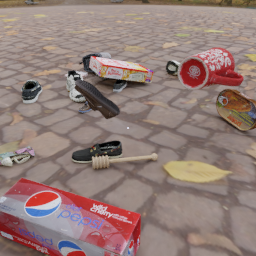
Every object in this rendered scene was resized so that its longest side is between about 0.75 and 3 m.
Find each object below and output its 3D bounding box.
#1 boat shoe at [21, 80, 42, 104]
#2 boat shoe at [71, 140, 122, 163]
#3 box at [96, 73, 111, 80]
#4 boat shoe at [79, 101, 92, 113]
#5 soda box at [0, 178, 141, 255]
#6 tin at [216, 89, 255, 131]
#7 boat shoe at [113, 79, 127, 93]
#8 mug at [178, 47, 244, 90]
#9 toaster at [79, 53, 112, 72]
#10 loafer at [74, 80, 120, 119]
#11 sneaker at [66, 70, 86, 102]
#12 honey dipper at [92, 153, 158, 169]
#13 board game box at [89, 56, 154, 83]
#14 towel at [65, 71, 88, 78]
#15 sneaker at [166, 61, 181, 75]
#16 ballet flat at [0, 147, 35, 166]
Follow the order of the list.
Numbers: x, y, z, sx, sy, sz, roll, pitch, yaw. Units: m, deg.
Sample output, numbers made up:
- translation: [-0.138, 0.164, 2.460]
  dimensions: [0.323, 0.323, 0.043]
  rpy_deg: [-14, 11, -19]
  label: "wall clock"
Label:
- translation: [-4.448, -1.869, 12.970]
  dimensions: [0.832, 0.664, 2.201]
  rpy_deg: [-7, 30, -12]
  label: "boat shoe"
- translation: [-0.963, 0.703, 8.680]
  dimensions: [1.598, 0.501, 0.585]
  rpy_deg: [-8, 31, -10]
  label: "boat shoe"
- translation: [-1.113, -2.937, 15.273]
  dimensions: [0.963, 0.237, 0.997]
  rpy_deg: [-18, 33, -31]
  label: "box"
- translation: [-1.626, -0.948, 11.658]
  dimensions: [0.372, 0.373, 1.030]
  rpy_deg: [26, 39, 37]
  label: "boat shoe"
- translation: [-1.273, 2.038, 5.856]
  dimensions: [2.983, 0.946, 1.044]
  rpy_deg: [12, 33, 19]
  label: "soda box"
- translation: [4.072, -0.692, 10.357]
  dimensions: [0.423, 1.130, 2.019]
  rpy_deg: [2, 30, -30]
  label: "tin"
- translation: [-0.381, -2.202, 13.796]
  dimensions: [0.514, 0.424, 1.496]
  rpy_deg: [6, 30, 10]
  label: "boat shoe"
- translation: [2.508, -1.781, 8.422]
  dimensions: [1.588, 1.194, 1.789]
  rpy_deg: [4, 18, 40]
  label: "mug"
- translation: [-1.726, -3.661, 15.632]
  dimensions: [1.735, 0.986, 1.121]
  rpy_deg: [-2, 14, 35]
  label: "toaster"
- translation: [-0.939, -0.730, 7.892]
  dimensions: [1.539, 0.546, 0.562]
  rpy_deg: [39, 23, -19]
  label: "loafer"
- translation: [-2.365, -1.968, 12.827]
  dimensions: [0.863, 1.000, 2.281]
  rpy_deg: [-14, 34, -26]
  label: "sneaker"
- translation: [-0.067, 0.939, 8.410]
  dimensions: [2.005, 0.381, 0.381]
  rpy_deg: [-5, 30, -13]
  label: "honey dipper"
- translation: [-0.375, -2.951, 14.186]
  dimensions: [2.712, 0.628, 2.055]
  rpy_deg: [2, 22, -25]
  label: "board game box"
- translation: [-2.806, -2.894, 15.287]
  dimensions: [0.951, 0.153, 0.909]
  rpy_deg: [15, 33, 26]
  label: "towel"
- translation: [3.150, -3.145, 15.152]
  dimensions: [1.012, 0.878, 2.283]
  rpy_deg: [-10, 33, -38]
  label: "sneaker"
- translation: [-3.423, 0.916, 8.449]
  dimensions: [1.215, 0.420, 0.432]
  rpy_deg: [-17, 53, -28]
  label: "ballet flat"
